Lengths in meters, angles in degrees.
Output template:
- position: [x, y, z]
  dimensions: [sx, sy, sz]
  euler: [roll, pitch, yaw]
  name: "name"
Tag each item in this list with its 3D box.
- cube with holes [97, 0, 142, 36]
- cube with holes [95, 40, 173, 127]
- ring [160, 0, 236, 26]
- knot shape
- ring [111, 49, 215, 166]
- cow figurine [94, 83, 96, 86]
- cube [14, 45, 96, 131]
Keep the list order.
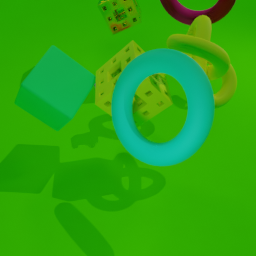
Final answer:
- position: [-0.213, -3.438, 8.064]
  dimensions: [0.927, 0.927, 0.927]
  euler: [-18, 38, 17]
  name: "cube with holes"
- position: [0.088, -0.822, 5.596]
  dimensions: [1.047, 1.047, 1.047]
  euler: [-34, 40, 27]
  name: "cube with holes"
- position: [1.545, -3.124, 6.364]
  dimensions: [1.837, 1.837, 0.367]
  euler: [16, 62, 17]
  name: "ring"
- position: [1.459, -1.154, 5.228]
  dimensions: [0.823, 1.666, 1.781]
  euler: [-26, 15, 23]
  name: "knot shape"
- position: [0.449, -0.302, 4.282]
  dimensions: [1.776, 1.776, 0.355]
  euler: [35, 23, 32]
  name: "ring"
- position: [-0.369, -1.144, 7.164]
  dimensions: [1.005, 0.551, 0.989]
  euler: [4, 69, -9]
  name: "cow figurine"
- position: [-1.561, -0.798, 6.030]
  dimensions: [1.143, 1.143, 1.143]
  euler: [35, 63, -16]
  name: "cube"
